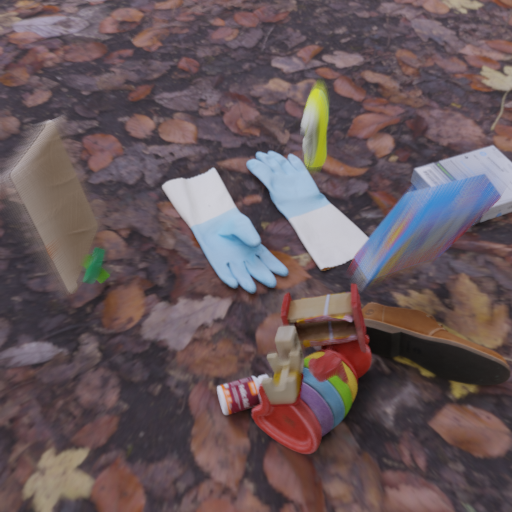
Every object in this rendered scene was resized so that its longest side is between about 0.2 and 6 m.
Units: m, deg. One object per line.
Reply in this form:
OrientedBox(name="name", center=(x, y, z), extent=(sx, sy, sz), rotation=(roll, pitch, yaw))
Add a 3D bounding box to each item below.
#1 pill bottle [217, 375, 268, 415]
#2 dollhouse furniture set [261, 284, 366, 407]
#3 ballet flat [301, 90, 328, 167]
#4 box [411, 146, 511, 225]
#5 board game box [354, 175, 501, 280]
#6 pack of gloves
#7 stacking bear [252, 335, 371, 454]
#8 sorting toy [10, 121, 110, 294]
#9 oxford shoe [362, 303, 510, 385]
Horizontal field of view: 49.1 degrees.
OrientedBox(name="pill bottle", center=(-0.168, 2.157, 8.756), extent=(0.810, 0.462, 0.462), rotation=(-14, 51, -12))
OrientedBox(name="dollhouse furniture set", center=(0.914, 1.372, 8.021), extent=(1.177, 0.889, 2.187), rotation=(-8, 27, 16))
OrientedBox(name="ballet flat", center=(1.074, -2.346, 10.525), extent=(0.488, 1.457, 0.487), rotation=(-25, 35, -31))
OrientedBox(name="box", center=(4.640, -1.483, 11.911), extent=(2.094, 0.431, 1.633), rotation=(-19, 52, -14))
OrientedBox(name="board game box", center=(2.681, -0.440, 8.900), extent=(1.741, 1.705, 0.487), rotation=(-16, 64, -28))
OrientedBox(name="pack of gloves", center=(0.159, -1.009, 11.328), extent=(3.058, 0.718, 3.640), rotation=(-23, 53, -17))
OrientedBox(name="stacking bear", center=(1.037, 1.925, 8.616), extent=(1.145, 1.223, 2.013), rotation=(35, 51, 22))
OrientedBox(name="sorting toy", center=(-3.078, -0.409, 9.093), extent=(0.443, 3.012, 2.227), rotation=(-12, 34, 2))
OrientedBox(name="oxford shoe", center=(2.888, 1.341, 9.213), extent=(2.550, 0.910, 0.909), rotation=(20, 47, 18))
